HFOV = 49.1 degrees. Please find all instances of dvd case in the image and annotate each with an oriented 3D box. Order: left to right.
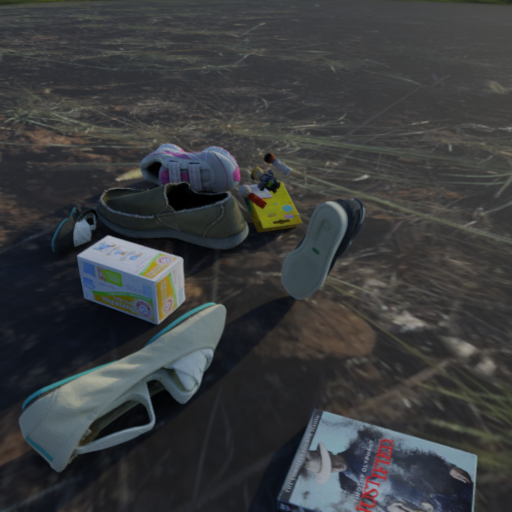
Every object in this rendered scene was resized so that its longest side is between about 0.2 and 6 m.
[{"bbox_3d":[1.304,2.370,5.877,1.849,0.203,1.350,11,33,19],"label":"dvd case"}]

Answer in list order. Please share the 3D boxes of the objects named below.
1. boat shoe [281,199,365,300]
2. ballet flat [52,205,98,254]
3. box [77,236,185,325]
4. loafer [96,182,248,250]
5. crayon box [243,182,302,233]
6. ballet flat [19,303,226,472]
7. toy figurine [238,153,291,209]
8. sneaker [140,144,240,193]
[{"bbox_3d":[0.984,-0.057,8.346,0.681,2.013,0.723,-26,64,-40],"label":"boat shoe"},{"bbox_3d":[-3.308,-0.536,10.441,0.539,0.536,1.576,4,31,-2],"label":"ballet flat"},{"bbox_3d":[-1.907,0.354,8.637,1.466,0.825,0.743,15,34,24],"label":"box"},{"bbox_3d":[-1.615,-0.967,10.488,3.077,1.072,1.157,9,37,16],"label":"loafer"},{"bbox_3d":[0.306,-0.913,11.059,0.828,0.331,1.304,-8,46,-14],"label":"crayon box"},{"bbox_3d":[-1.300,1.551,6.737,2.911,1.011,1.011,-27,40,-35],"label":"ballet flat"},{"bbox_3d":[0.149,-1.411,10.374,0.610,0.864,0.878,36,52,0],"label":"toy figurine"},{"bbox_3d":[-1.504,-1.773,12.163,2.486,1.011,1.097,10,32,31],"label":"sneaker"}]
